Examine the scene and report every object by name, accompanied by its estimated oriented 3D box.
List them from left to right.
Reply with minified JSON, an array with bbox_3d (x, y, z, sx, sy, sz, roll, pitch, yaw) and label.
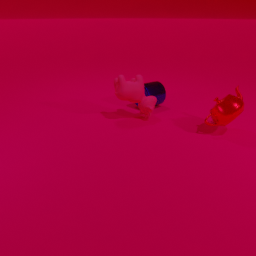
[{"bbox_3d":[0.231,-0.999,9.046,1.397,1.375,0.767,-5,-6,-26],"label":"cow figurine"},{"bbox_3d":[0.773,-1.208,10.147,0.877,0.877,0.877,-17,29,-36],"label":"cylinder"},{"bbox_3d":[2.836,-0.603,8.109,1.613,0.790,1.003,-40,-6,-12],"label":"teapot"}]
